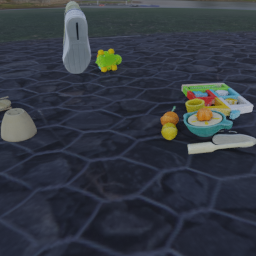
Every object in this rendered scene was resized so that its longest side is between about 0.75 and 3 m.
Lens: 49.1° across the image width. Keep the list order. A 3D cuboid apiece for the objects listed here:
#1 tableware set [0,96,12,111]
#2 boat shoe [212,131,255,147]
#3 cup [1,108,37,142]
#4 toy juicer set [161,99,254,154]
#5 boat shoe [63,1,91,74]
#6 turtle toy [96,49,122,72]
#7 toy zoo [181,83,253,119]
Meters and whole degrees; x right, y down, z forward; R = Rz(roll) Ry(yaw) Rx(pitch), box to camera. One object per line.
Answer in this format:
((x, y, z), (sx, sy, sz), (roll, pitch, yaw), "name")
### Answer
((-4.871, -0.706, 10.153), (1.238, 0.248, 0.818), (-18, 45, -19), "tableware set")
((3.074, 0.293, 8.146), (1.179, 0.436, 0.356), (0, 32, 18), "boat shoe")
((-3.412, -0.162, 8.609), (1.051, 0.752, 1.051), (-1, 28, 0), "cup")
((1.940, -0.116, 8.154), (1.854, 0.793, 2.915), (-16, 26, -10), "toy juicer set")
((-1.543, -2.639, 8.473), (0.856, 2.379, 0.738), (-2, 60, -14), "boat shoe")
((-0.993, -3.508, 14.591), (1.521, 1.108, 0.769), (-14, 10, -25), "turtle toy")
((3.407, -1.098, 10.785), (1.899, 0.296, 2.894), (-4, 28, -7), "toy zoo")
